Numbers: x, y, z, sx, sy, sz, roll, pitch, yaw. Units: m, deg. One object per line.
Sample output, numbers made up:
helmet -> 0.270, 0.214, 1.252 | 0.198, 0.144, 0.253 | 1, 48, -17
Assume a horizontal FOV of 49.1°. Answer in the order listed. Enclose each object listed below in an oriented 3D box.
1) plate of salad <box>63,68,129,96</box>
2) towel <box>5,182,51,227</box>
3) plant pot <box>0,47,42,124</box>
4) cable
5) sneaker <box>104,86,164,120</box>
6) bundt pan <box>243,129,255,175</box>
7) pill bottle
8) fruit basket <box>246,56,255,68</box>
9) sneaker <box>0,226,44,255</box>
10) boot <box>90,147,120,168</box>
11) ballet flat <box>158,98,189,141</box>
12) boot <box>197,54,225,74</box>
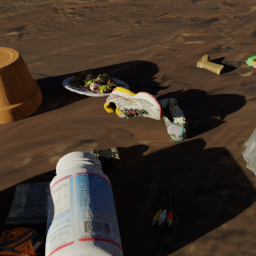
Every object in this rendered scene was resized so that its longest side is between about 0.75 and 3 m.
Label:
plate of salad -> -1.235, -1.828, 10.968 | 2.582, 0.620, 2.582 | 6, 24, -3
towel -> -2.332, 1.858, 7.039 | 1.236, 0.222, 1.283 | -3, 38, -4
plant pot -> -4.631, -1.666, 10.118 | 2.687, 1.881, 2.687 | 1, 40, -1
cable -> 0.979, 1.934, 6.866 | 0.576, 0.298, 1.186 | -1, 38, 19
sneaker -> 0.183, -0.613, 9.154 | 2.319, 0.903, 0.953 | 18, 59, 41
bundt pan -> 4.833, 0.622, 7.945 | 2.806, 1.053, 2.806 | -1, 39, 1
pill bottle -> -1.005, 1.821, 6.113 | 1.469, 1.469, 2.702 | -6, 39, -8
fruit basket -> 6.003, -2.955, 12.991 | 0.805, 0.407, 0.869 | -26, 61, -29
sneaker -> -2.072, 2.699, 5.557 | 2.075, 0.805, 1.162 | 32, 50, 33
boot -> -0.635, 0.958, 8.065 | 0.817, 0.397, 1.085 | -9, 35, -12
ballet flat -> 1.538, -0.557, 9.609 | 0.825, 0.825, 2.294 | -6, 39, -8
boot -> 3.906, -2.921, 12.894 | 1.153, 0.381, 1.010 | 26, 59, 30
